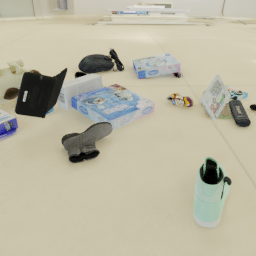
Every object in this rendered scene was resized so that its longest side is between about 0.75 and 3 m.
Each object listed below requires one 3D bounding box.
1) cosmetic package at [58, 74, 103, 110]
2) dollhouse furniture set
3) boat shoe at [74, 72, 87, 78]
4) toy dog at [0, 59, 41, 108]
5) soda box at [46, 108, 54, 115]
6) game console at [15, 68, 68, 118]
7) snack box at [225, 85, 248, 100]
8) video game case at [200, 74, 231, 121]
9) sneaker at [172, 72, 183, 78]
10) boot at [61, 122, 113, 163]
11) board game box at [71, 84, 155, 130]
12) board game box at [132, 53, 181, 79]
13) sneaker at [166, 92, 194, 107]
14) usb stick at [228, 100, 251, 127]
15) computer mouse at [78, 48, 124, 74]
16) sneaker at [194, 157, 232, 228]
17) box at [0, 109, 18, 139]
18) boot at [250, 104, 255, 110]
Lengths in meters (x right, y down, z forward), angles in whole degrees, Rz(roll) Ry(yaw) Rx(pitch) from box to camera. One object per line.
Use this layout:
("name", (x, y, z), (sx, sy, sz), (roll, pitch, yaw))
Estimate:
("cosmetic package", (-2.267, -1.775, 13.418), (0.792, 1.128, 2.224), (22, 35, 38))
("dollhouse furniture set", (3.968, -1.046, 12.928), (1.085, 0.838, 2.171), (8, 48, 0))
("boat shoe", (-2.302, -2.513, 15.294), (0.810, 0.694, 2.214), (-17, 34, -30))
("toy dog", (-5.351, -2.166, 13.407), (2.799, 1.953, 2.714), (-5, 41, -10))
("soda box", (-4.235, -1.078, 12.768), (1.638, 0.525, 0.555), (13, 31, 21))
("game console", (-3.256, -1.417, 10.565), (1.664, 1.892, 1.101), (8, 40, -27))
("snack box", (5.286, -1.815, 14.403), (0.839, 0.268, 1.444), (-19, 33, -31))
("video game case", (2.967, -1.018, 9.454), (0.138, 1.061, 1.166), (13, 62, 53))
("sneaker", (2.926, -3.330, 17.112), (0.407, 0.379, 0.943), (-16, 31, -24))
("boot", (-1.235, 0.549, 9.751), (1.985, 0.693, 1.307), (-23, 38, -18))
("board game box", (-0.660, -1.034, 12.450), (2.662, 0.577, 2.649), (-25, 42, -38))
("board game box", (1.734, -3.970, 17.716), (2.602, 0.567, 2.615), (-12, 29, 0))
("sneaker", (2.441, -1.251, 13.181), (0.647, 0.538, 1.436), (-24, 30, -24))
("usb stick", (4.828, -0.683, 12.202), (0.621, 0.365, 2.239), (5, 29, 8))
("computer mouse", (-1.791, -4.309, 17.928), (2.873, 0.757, 1.989), (-16, 61, -18))
("sneaker", (2.319, 1.245, 7.465), (0.918, 1.471, 2.494), (8, 28, 17))
("box", (-5.721, -0.232, 11.174), (2.781, 0.577, 1.656), (19, 33, 34))
("boot", (6.233, -0.883, 12.753), (1.032, 0.353, 0.971), (-10, 21, -32))
